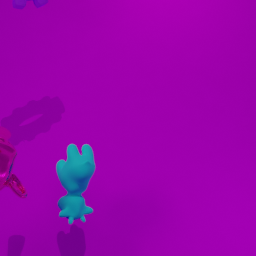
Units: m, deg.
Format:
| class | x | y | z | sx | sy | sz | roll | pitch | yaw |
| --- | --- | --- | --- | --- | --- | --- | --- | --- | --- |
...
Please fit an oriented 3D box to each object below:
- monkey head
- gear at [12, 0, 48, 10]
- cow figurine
| class | x | y | z | sx | sy | sz | roll | pitch | yaw |
| --- | --- | --- | --- | --- | --- | --- | --- | --- | --- |
| monkey head | -2.252 | 0.471 | 4.331 | 1.658 | 1.193 | 0.999 | 19 | 100 | -10 |
| gear | -2.235 | -3.503 | 5.753 | 1.921 | 1.921 | 0.355 | -42 | 27 | -18 |
| cow figurine | -0.937 | 1.043 | 5.141 | 0.664 | 1.209 | 1.190 | 4 | 50 | -34 |
